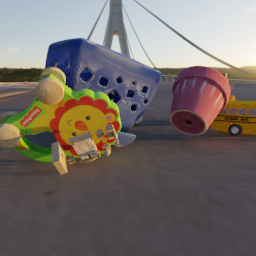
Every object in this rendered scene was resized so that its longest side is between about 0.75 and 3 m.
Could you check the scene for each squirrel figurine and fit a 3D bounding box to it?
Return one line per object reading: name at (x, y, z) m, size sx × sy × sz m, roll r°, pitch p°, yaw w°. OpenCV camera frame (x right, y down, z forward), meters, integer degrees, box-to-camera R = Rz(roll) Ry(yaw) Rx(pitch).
squirrel figurine at (2.823, -1.007, 9.263) m, size 1.789 × 1.670 × 1.266 m, roll -4°, pitch 11°, yaw -32°

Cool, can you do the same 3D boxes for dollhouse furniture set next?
dollhouse furniture set at (-0.703, 0.438, 5.003) m, size 1.140 × 0.591 × 0.505 m, roll -19°, pitch 42°, yaw -1°

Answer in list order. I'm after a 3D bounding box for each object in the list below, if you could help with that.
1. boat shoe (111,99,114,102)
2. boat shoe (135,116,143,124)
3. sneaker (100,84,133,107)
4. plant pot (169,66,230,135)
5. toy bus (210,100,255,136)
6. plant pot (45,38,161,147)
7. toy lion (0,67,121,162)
boat shoe at (-1.069, -0.609, 9.403) m, size 0.831 × 0.923 × 2.611 m, roll -23°, pitch -4°, yaw 31°
boat shoe at (-0.392, -0.432, 8.850) m, size 1.771 × 0.630 × 0.554 m, roll 9°, pitch -9°, yaw -32°
sneaker at (-0.323, -1.673, 12.054) m, size 2.521 × 0.876 × 1.254 m, roll 37°, pitch -4°, yaw -28°
plant pot at (1.670, -0.585, 6.921) m, size 1.437 × 1.437 × 1.286 m, roll 7°, pitch 52°, yaw 31°
toy bus at (3.432, -0.267, 7.675) m, size 2.263 × 0.886 × 0.737 m, roll 4°, pitch 17°, yaw 23°
plant pot at (-0.837, -0.751, 6.602) m, size 2.159 × 1.941 × 2.159 m, roll 15°, pitch 3°, yaw -34°
toy lion at (-1.181, -0.030, 5.265) m, size 1.855 × 1.935 × 0.664 m, roll 41°, pitch 18°, yaw -27°
